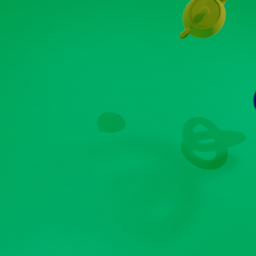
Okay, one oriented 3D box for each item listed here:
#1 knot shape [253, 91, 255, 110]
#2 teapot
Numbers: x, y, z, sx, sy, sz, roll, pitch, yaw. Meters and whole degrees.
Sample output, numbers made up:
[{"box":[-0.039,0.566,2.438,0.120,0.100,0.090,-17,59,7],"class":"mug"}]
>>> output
[{"box":[3.761,-1.028,6.557,1.941,1.816,0.897,-21,19,-32],"class":"knot shape"},{"box":[1.567,-2.307,5.645,1.374,0.673,0.854,-43,87,14],"class":"teapot"}]
